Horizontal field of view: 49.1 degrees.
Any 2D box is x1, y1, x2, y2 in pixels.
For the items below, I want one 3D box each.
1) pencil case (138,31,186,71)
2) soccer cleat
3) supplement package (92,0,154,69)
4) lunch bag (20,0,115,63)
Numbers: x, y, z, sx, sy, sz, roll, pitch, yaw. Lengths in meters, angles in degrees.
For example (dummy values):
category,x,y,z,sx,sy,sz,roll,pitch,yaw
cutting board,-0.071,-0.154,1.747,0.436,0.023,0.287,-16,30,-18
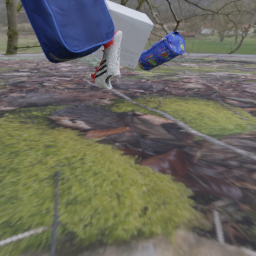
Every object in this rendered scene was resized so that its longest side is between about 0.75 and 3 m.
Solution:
category,x,y,z,sx,sy,sz,roll,pitch,yaw
pencil case,1.225,-2.902,10.762,0.937,0.842,2.158,27,-21,-27
soccer cleat,-0.383,-1.582,6.666,0.622,1.459,0.501,37,32,10
supplement package,-0.269,-3.224,9.703,1.592,1.665,1.224,12,34,-22
lunch bag,-1.357,-2.438,5.866,1.354,1.993,1.318,-28,13,-33
